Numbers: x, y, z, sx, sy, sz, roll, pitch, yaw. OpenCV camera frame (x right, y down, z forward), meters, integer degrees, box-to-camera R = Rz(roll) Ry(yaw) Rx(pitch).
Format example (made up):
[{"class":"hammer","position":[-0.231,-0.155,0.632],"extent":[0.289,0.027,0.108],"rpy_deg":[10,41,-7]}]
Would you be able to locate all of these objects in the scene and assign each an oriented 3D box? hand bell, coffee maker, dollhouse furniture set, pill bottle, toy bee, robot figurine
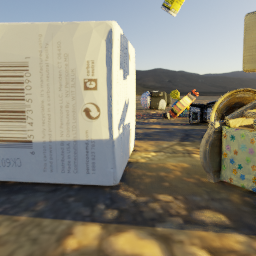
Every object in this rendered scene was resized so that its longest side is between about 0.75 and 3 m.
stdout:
[{"class":"hand bell","position":[2.383,-0.009,6.665],"extent":[1.324,1.324,2.544],"rpy_deg":[1,-5,5]},{"class":"coffee maker","position":[2.863,-0.486,10.162],"extent":[1.274,0.858,1.224],"rpy_deg":[4,-7,17]},{"class":"dollhouse furniture set","position":[2.276,-0.310,2.955],"extent":[1.495,2.378,2.689],"rpy_deg":[-5,9,-30]},{"class":"pill bottle","position":[1.398,-3.783,8.128],"extent":[0.518,0.921,0.518],"rpy_deg":[26,25,-13]},{"class":"toy bee","position":[2.573,-1.239,12.767],"extent":[1.465,1.216,2.238],"rpy_deg":[35,28,-11]},{"class":"robot figurine","position":[1.700,-1.700,17.056],"extent":[1.824,1.371,1.138],"rpy_deg":[0,27,-2]}]

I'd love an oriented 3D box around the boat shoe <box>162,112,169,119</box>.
[{"class":"boat shoe","position":[1.607,-0.516,12.009],"extent":[0.299,0.304,0.817],"rpy_deg":[-9,-1,6]}]

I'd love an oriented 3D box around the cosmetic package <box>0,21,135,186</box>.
[{"class":"cosmetic package","position":[-1.031,-0.461,4.816],"extent":[2.138,2.136,2.591],"rpy_deg":[1,9,7]}]
